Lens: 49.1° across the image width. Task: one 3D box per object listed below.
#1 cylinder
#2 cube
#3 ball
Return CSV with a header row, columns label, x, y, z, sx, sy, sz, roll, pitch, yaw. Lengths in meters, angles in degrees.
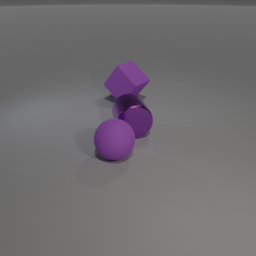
label,x,y,z,sx,sy,sz,roll,pitch,yaw
cylinder,0.146,-0.501,11.192,1.400,1.400,1.400,-5,28,-11
cube,-0.055,-2.276,13.972,1.400,1.400,1.400,49,39,7
ball,-0.457,0.383,9.504,1.400,1.400,1.400,0,27,0
